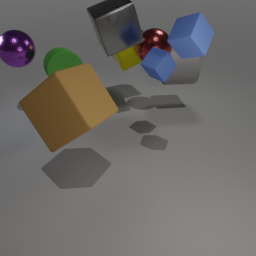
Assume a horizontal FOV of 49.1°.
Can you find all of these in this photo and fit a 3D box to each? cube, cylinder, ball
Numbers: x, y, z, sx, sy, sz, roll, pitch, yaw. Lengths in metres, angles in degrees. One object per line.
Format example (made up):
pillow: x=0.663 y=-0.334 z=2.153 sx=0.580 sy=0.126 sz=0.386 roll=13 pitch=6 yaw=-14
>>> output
cube: x=0.962 y=-1.977 z=8.751 sx=0.700 sy=0.700 sz=0.700 roll=33 pitch=85 yaw=40
cylinder: x=-2.580 y=-2.424 z=11.144 sx=1.400 sy=1.400 sz=1.400 roll=-11 pitch=25 yaw=-18
cube: x=-1.363 y=-0.512 z=6.671 sx=1.400 sy=1.400 sz=1.400 roll=-29 pitch=6 yaw=31
ball: x=-4.268 y=-3.023 z=10.716 sx=1.400 sy=1.400 sz=1.400 roll=0 pitch=30 yaw=0
cube: x=-0.451 y=-3.605 z=9.793 sx=1.400 sy=1.400 sz=1.400 roll=-24 pitch=40 yaw=-2
cylinder: x=2.170 y=-2.569 z=11.944 sx=1.400 sy=1.400 sz=1.400 roll=-3 pitch=30 yaw=-7
cube: x=1.482 y=-2.154 z=6.603 sx=0.700 sy=0.700 sz=0.700 roll=6 pitch=67 yaw=47
cube: x=-0.043 y=-3.678 z=12.389 sx=1.400 sy=1.400 sz=1.400 roll=-28 pitch=51 yaw=-4
ball: x=1.006 y=-3.128 z=10.848 sx=1.400 sy=1.400 sz=1.400 roll=0 pitch=30 yaw=0
